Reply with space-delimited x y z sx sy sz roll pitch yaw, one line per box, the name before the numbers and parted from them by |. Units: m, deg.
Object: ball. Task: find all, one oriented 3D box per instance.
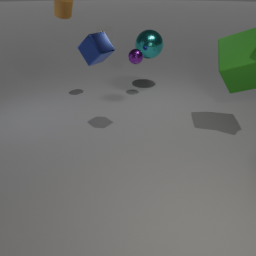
ball | 1.060 -4.180 14.001 1.400 1.400 1.400 0 28 0
ball | 0.357 -3.323 13.033 0.700 0.700 0.700 0 28 0

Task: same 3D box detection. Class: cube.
cube | 3.885 -2.202 9.276 1.400 1.400 1.400 -9 58 32
cube | -0.987 -2.458 8.695 0.700 0.700 0.700 -30 2 43

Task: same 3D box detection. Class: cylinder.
cylinder | -2.539 -4.761 10.987 0.700 0.700 0.700 9 45 -9
